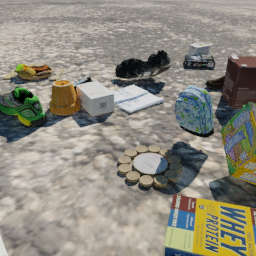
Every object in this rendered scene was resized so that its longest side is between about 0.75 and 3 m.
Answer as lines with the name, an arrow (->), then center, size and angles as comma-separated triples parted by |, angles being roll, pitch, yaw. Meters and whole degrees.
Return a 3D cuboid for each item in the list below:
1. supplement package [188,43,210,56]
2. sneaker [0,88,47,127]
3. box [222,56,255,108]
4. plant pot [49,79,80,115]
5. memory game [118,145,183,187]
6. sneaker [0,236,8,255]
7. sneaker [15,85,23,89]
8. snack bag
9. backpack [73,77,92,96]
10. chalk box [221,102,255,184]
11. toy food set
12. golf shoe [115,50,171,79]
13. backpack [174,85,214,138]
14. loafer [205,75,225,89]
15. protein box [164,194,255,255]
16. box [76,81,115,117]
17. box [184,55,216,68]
supplement package -> 3.768, -4.088, 14.889 | 0.882, 0.664, 0.669 | -16, 34, -25
sneaker -> -3.533, -0.939, 9.196 | 2.432, 1.036, 0.949 | 22, 37, 33
box -> 4.187, -1.620, 9.878 | 1.241, 1.511, 1.254 | 1, 31, 1
plant pot -> -2.190, -1.093, 9.530 | 1.038, 0.951, 1.038 | 0, 31, 0
memory game -> 0.547, 0.903, 6.988 | 1.640, 0.104, 1.640 | 0, 30, 0
sneaker -> -2.547, 2.528, 3.553 | 2.074, 1.141, 2.832 | -32, 56, -10
sneaker -> -4.210, -1.515, 10.849 | 0.315, 0.344, 0.807 | -11, 32, -18
snack bag -> 0.161, -1.103, 10.303 | 1.662, 0.189, 1.762 | -21, 37, -32
backpack -> -1.775, -1.414, 10.405 | 0.700, 0.743, 0.911 | 11, 38, 35
chalk box -> 2.892, 0.241, 6.310 | 1.092, 1.087, 1.755 | 20, 45, -13
toy food set -> -4.188, -2.638, 12.595 | 2.460, 0.494, 1.699 | 2, 31, 3
golf shoe -> 0.670, -2.478, 12.041 | 2.459, 0.956, 1.162 | -8, -16, 20
backpack -> 1.728, -0.458, 7.336 | 1.005, 1.308, 1.067 | -23, 40, -36
loafer -> 3.826, -1.912, 11.351 | 1.432, 0.511, 0.523 | -5, 31, -9
protein box -> 1.226, 1.901, 3.981 | 1.415, 1.426, 0.962 | 8, 31, 13
box -> -1.144, -1.040, 9.718 | 0.849, 0.666, 1.366 | -16, 35, -25
box -> 3.551, -3.328, 13.956 | 1.408, 0.307, 1.128 | 4, 31, 6
